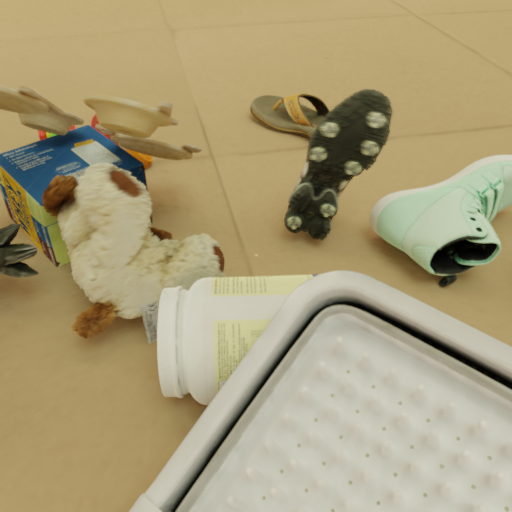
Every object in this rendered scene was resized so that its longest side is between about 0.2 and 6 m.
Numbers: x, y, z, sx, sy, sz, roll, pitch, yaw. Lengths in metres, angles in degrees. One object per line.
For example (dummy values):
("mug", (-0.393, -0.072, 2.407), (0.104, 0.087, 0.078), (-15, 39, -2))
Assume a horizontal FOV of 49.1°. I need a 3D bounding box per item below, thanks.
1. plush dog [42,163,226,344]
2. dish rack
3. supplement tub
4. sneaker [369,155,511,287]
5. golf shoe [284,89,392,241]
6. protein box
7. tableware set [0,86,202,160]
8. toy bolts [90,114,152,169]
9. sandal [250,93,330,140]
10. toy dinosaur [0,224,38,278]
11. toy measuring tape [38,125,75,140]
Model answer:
("plush dog", (-1.798, -0.111, 7.174), (1.839, 2.293, 1.969), (-49, 39, 3))
("dish rack", (0.799, 2.101, 4.260), (3.056, 0.775, 3.561), (28, 73, 31))
("supplement tub", (-0.035, 0.898, 6.054), (1.903, 1.380, 1.380), (-1, 39, -1))
("sneaker", (3.240, -0.494, 8.030), (2.773, 1.020, 1.636), (-20, 39, -11))
("golf shoe", (1.077, -1.381, 7.994), (0.919, 2.380, 1.048), (25, 34, -7))
("protein box", (-2.782, -0.984, 8.535), (1.657, 1.126, 1.669), (-29, 48, -31))
("tableware set", (-2.322, -1.862, 7.490), (3.263, 0.379, 2.726), (11, 1, -5))
("toy bolts", (-2.633, -1.852, 9.925), (1.217, 0.884, 1.274), (53, 16, 6))
("sandal", (1.019, -2.791, 11.066), (2.613, 0.706, 1.049), (32, 49, 33))
("toy dinosaur", (-4.342, -0.236, 6.167), (4.091, 2.089, 2.776), (8, 28, 35))
("toy measuring tape", (-3.611, -2.101, 10.246), (0.746, 0.746, 2.027), (-12, 41, -15))
